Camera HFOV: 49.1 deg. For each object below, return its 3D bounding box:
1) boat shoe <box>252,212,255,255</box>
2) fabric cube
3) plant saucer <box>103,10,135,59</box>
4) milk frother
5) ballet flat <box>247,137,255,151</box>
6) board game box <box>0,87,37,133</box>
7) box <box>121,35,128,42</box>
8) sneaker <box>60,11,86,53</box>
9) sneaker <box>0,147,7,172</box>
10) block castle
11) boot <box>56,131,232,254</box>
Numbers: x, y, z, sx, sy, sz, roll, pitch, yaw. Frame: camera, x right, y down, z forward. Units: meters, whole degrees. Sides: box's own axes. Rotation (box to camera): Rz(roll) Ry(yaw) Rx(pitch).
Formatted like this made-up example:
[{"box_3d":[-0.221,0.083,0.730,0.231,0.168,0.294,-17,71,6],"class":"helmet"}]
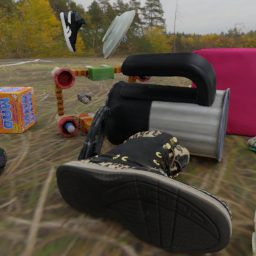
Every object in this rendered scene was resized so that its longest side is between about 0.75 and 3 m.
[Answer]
[{"box_3d":[1.983,1.304,3.297,0.972,0.831,2.653,10,20,30],"class":"boat shoe"},{"box_3d":[3.412,-1.266,8.941,2.487,2.448,2.495,5,18,20],"class":"fabric cube"},{"box_3d":[-0.412,-3.074,9.013,0.441,1.756,1.756,29,11,-16],"class":"plant saucer"},{"box_3d":[0.658,0.057,6.166,2.699,2.590,2.870,7,62,23],"class":"milk frother"},{"box_3d":[4.010,0.339,6.295,0.884,0.910,2.558,-13,21,-37],"class":"ballet flat"},{"box_3d":[-3.727,-0.598,8.784,1.217,1.217,1.218,1,17,3],"class":"board game box"},{"box_3d":[-0.355,-4.250,12.668,0.244,0.759,0.266,-48,33,-2],"class":"box"},{"box_3d":[-1.157,-2.159,6.212,0.508,0.908,0.332,-14,3,0],"class":"sneaker"},{"box_3d":[-2.889,0.623,5.302,1.214,1.050,2.772,-4,17,-32],"class":"sneaker"},{"box_3d":[-0.727,-0.895,8.441,2.992,2.000,1.404,-9,23,-26],"class":"block castle"},{"box_3d":[0.486,0.804,4.696,2.844,1.041,2.141,5,17,34],"class":"boot"}]
